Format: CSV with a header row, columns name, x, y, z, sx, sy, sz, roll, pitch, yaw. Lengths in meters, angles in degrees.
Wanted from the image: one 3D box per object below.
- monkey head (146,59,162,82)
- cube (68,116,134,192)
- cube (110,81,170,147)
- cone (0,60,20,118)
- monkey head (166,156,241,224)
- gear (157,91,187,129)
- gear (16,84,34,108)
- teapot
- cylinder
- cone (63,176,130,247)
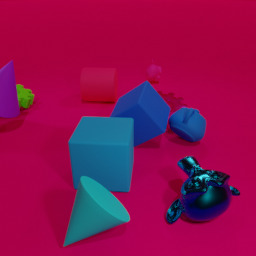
name,x,y,z,sx,sy,sz,roll,pitch,yaw
monkey head,1.131,-2.480,12.492,0.670,1.112,0.800,15,20,-1
cube,-0.527,0.553,6.289,1.228,1.228,1.228,2,27,5
cube,0.336,-0.370,7.521,1.089,1.089,1.089,-28,26,34
cone,-3.628,-1.305,8.153,1.476,1.481,1.476,27,16,-9
monkey head,1.363,1.156,5.334,1.586,0.956,1.141,-18,36,-12
gear,0.988,-0.604,9.163,1.818,0.336,1.818,-3,37,2
gear,-4.397,-1.237,10.012,1.920,0.355,1.920,18,20,-7
teapot,1.709,-0.134,7.810,1.064,1.711,0.838,31,81,19
cylinder,-1.061,-1.624,10.509,1.237,1.237,1.237,2,27,4
cone,-0.718,1.558,4.644,1.074,1.070,1.070,-49,38,0
